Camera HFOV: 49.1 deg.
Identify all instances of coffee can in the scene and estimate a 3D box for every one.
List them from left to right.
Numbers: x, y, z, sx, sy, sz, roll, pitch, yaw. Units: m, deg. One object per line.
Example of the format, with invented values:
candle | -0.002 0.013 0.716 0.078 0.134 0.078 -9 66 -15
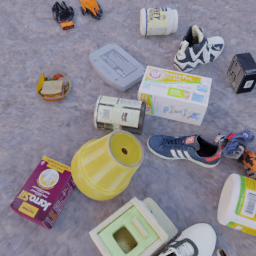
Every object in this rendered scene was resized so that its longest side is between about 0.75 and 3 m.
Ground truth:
coffee can | -0.267 -0.485 10.450 1.738 1.272 1.272 9 58 6

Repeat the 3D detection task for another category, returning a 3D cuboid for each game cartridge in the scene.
game cartridge | -0.509 -2.700 12.389 1.688 0.512 2.532 -33 63 -23

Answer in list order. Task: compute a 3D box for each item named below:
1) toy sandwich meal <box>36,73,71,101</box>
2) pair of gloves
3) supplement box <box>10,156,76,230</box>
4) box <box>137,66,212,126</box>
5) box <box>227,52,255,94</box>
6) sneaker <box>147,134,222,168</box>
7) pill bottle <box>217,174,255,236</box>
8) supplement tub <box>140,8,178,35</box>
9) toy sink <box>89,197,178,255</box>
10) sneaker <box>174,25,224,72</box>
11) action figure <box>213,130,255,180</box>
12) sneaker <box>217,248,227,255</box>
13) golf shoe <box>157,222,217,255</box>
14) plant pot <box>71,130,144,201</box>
toy sandwich meal | -3.148 -1.788 11.723 1.630 0.558 1.630 0 57 0
pair of gloves | -2.683 -6.134 14.701 2.501 0.309 2.228 -24 61 -11
supplement box | -2.602 2.048 8.994 1.244 0.980 1.900 20 59 13
box | 1.765 -1.265 10.934 2.579 1.307 1.451 13 58 8
box | 4.796 -2.279 11.658 0.739 1.199 1.190 -10 58 -5
sneaker | 1.996 0.583 9.866 2.632 1.112 0.987 11 58 7
pill bottle | 4.304 2.536 8.315 2.863 1.590 1.590 17 59 10
supplement tub | 1.465 -5.115 13.475 1.690 1.225 1.225 -3 57 -2
toy sink | 0.256 3.039 8.169 2.287 1.281 1.491 -32 63 -19
sneaker | 3.294 -3.776 12.257 2.804 1.825 1.119 -25 61 -15
action figure | 3.795 1.030 9.579 2.294 1.200 2.220 -17 50 -39
sneaker | 2.819 3.922 8.180 0.278 0.323 0.763 -12 59 -10
golf shoe | 1.500 3.666 7.801 2.913 1.283 1.124 -34 62 -21
plant pot | -0.531 1.043 8.711 1.949 1.833 1.949 19 51 -26
